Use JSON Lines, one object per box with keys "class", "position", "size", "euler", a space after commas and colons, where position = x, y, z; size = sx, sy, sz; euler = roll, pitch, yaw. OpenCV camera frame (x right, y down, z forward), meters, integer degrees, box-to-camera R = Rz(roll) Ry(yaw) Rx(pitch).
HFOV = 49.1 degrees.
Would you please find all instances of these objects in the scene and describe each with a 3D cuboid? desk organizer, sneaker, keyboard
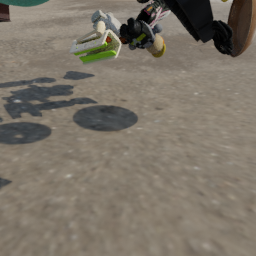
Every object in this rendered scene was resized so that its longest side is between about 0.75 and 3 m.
{"class": "desk organizer", "position": [-3.229, -2.600, 6.041], "size": [1.528, 0.588, 0.548], "euler": [10, 16, 32]}
{"class": "sneaker", "position": [0.841, -3.807, 9.158], "size": [0.723, 1.801, 0.777], "euler": [40, 14, 11]}
{"class": "keyboard", "position": [0.594, -1.203, 2.875], "size": [1.259, 0.269, 2.096], "euler": [45, 21, 7]}

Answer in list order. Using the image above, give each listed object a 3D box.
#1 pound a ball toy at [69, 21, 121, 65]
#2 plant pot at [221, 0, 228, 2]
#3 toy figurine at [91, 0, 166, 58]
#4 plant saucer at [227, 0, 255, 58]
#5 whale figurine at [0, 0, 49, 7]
{"class": "pound a ball toy", "position": [-0.834, -2.130, 6.846], "size": [1.425, 0.929, 0.605], "euler": [-2, 63, 39]}
{"class": "plant pot", "position": [1.825, -2.878, 4.714], "size": [0.997, 1.060, 1.060], "euler": [-26, 16, 34]}
{"class": "toy figurine", "position": [0.320, -3.247, 7.710], "size": [1.582, 2.238, 2.273], "euler": [11, 12, -47]}
{"class": "plant saucer", "position": [2.568, -2.347, 6.231], "size": [0.279, 1.527, 1.527], "euler": [2, 31, 0]}
{"class": "whale figurine", "position": [-1.870, -2.938, 4.943], "size": [2.317, 1.511, 2.912], "euler": [2, 20, -12]}
